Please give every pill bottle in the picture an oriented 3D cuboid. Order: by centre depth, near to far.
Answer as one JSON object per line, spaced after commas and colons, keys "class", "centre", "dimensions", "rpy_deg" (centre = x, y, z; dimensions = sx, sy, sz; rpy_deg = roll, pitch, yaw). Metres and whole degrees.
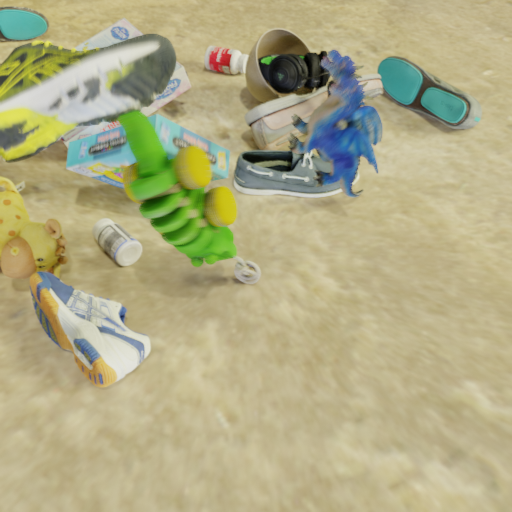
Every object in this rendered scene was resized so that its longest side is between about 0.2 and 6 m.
{"class": "pill bottle", "centre": [-2.192, -0.230, 8.757], "dimensions": [0.457, 0.457, 0.804], "rpy_deg": [-33, 54, -28]}
{"class": "pill bottle", "centre": [-0.660, -4.460, 12.805], "dimensions": [0.944, 0.530, 0.530], "rpy_deg": [15, 48, 14]}

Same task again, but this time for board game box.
{"class": "board game box", "centre": [-1.688, -1.490, 8.724], "dimensions": [2.044, 1.543, 0.480], "rpy_deg": [-4, 77, 38]}
{"class": "board game box", "centre": [-3.111, -3.464, 11.337], "dimensions": [2.678, 0.552, 2.684], "rpy_deg": [-36, 55, -9]}

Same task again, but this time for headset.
{"class": "headset", "centre": [0.899, -3.452, 11.004], "dimensions": [1.359, 1.034, 2.201], "rpy_deg": [-16, 34, -27]}

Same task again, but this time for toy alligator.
{"class": "toy alligator", "centre": [-0.761, -0.328, 7.073], "dimensions": [0.979, 3.301, 0.896], "rpy_deg": [-10, 48, 25]}

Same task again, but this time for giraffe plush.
{"class": "giraffe plush", "centre": [-3.486, -0.180, 8.151], "dimensions": [1.393, 1.482, 1.718], "rpy_deg": [31, 70, 12]}

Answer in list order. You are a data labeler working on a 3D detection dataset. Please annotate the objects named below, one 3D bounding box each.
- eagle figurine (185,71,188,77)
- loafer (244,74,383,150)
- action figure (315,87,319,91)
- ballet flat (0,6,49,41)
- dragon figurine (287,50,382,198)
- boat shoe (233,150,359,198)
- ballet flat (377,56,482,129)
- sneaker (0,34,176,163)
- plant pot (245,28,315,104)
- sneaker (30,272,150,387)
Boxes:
{"class": "eagle figurine", "centre": [-1.994, -3.616, 11.836], "dimensions": [1.029, 0.776, 0.780], "rpy_deg": [-26, 84, 25]}
{"class": "loafer", "centre": [1.237, -2.764, 11.027], "dimensions": [2.994, 1.076, 0.941], "rpy_deg": [-20, 92, -18]}
{"class": "action figure", "centre": [1.099, -3.884, 12.362], "dimensions": [0.774, 0.413, 1.190], "rpy_deg": [-15, 44, -5]}
{"class": "ballet flat", "centre": [-6.431, -5.737, 13.887], "dimensions": [2.471, 0.838, 0.931], "rpy_deg": [-15, 42, -10]}
{"class": "dragon figurine", "centre": [1.429, -1.691, 8.390], "dimensions": [1.403, 2.822, 0.831], "rpy_deg": [-12, 49, 32]}
{"class": "boat shoe", "centre": [0.726, -1.531, 9.845], "dimensions": [2.251, 0.695, 0.820], "rpy_deg": [-2, 46, -2]}
{"class": "ballet flat", "centre": [3.587, -3.366, 11.705], "dimensions": [0.812, 0.859, 2.549], "rpy_deg": [-3, 39, -43]}
{"class": "sneaker", "centre": [-2.982, -2.760, 8.582], "dimensions": [3.547, 1.321, 1.501], "rpy_deg": [-20, 75, 7]}
{"class": "plant pot", "centre": [0.364, -3.761, 11.644], "dimensions": [1.534, 1.534, 1.030], "rpy_deg": [-39, 14, -31]}
{"class": "sneaker", "centre": [-2.266, 0.875, 7.598], "dimensions": [0.905, 0.773, 2.053], "rpy_deg": [-28, 59, -38]}
